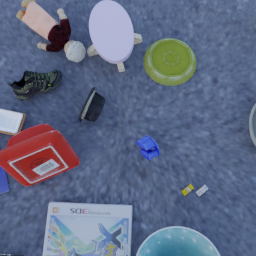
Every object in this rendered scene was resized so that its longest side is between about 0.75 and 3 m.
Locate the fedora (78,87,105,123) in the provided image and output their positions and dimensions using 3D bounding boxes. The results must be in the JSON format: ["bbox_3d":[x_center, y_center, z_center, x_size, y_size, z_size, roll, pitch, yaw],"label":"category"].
[{"bbox_3d":[-1.157,-0.685,9.354,0.602,1.319,1.319,24,74,-6],"label":"fedora"}]

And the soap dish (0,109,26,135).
[{"bbox_3d":[-4.082,-0.179,9.540,1.036,0.421,0.815,12,72,0],"label":"soap dish"}]

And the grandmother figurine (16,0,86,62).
[{"bbox_3d":[-2.658,-3.484,10.124,2.820,1.710,0.854,43,41,1],"label":"grandmother figurine"}]

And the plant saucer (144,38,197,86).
[{"bbox_3d":[1.571,-2.522,10.337,1.984,0.308,1.984,0,73,0],"label":"plant saucer"}]

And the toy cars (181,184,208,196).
[{"bbox_3d":[2.173,2.000,9.040,0.885,0.196,0.397,2,74,1],"label":"toy cars"}]

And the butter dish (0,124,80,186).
[{"bbox_3d":[-2.828,0.608,8.786,2.029,2.024,1.500,-23,49,-3],"label":"butter dish"}]

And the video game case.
[{"bbox_3d":[-1.231,3.770,8.442,2.639,0.319,2.895,2,73,1],"label":"video game case"}]

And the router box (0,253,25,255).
[{"bbox_3d":[-4.028,4.366,8.202,1.721,0.439,1.283,4,73,1],"label":"router box"}]

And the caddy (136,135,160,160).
[{"bbox_3d":[0.694,0.611,9.068,0.508,0.969,0.685,-29,107,-13],"label":"caddy"}]

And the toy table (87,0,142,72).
[{"bbox_3d":[-0.536,-3.133,9.900,2.088,1.330,2.272,-4,79,3],"label":"toy table"}]

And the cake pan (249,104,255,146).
[{"bbox_3d":[5.347,0.044,9.470,2.648,0.486,2.648,0,73,0],"label":"cake pan"}]

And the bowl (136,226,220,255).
[{"bbox_3d":[1.400,4.050,7.634,2.319,1.213,2.319,-8,40,7],"label":"bowl"}]

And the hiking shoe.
[{"bbox_3d":[-3.137,-1.613,9.630,1.803,0.908,0.683,-28,59,-8],"label":"hiking shoe"}]

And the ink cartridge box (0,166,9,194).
[{"bbox_3d":[-5.434,1.287,9.075,2.508,0.589,2.478,-20,75,-4],"label":"ink cartridge box"}]
